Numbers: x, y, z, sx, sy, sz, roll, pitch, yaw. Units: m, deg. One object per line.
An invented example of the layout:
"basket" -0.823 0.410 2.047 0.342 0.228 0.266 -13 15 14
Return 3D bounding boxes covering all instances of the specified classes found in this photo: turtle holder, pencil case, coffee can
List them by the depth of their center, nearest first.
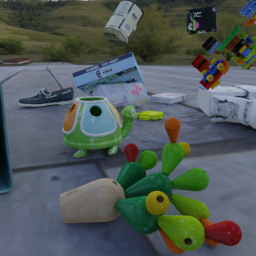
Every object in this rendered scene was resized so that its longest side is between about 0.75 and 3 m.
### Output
"turtle holder" -0.671 -0.090 6.741 1.768 1.256 1.344 1 15 3
"coffee can" -0.132 -3.277 8.715 0.846 1.156 0.846 26 -16 8
"pencil case" -0.309 -1.306 11.443 2.303 1.045 0.957 -12 0 -37

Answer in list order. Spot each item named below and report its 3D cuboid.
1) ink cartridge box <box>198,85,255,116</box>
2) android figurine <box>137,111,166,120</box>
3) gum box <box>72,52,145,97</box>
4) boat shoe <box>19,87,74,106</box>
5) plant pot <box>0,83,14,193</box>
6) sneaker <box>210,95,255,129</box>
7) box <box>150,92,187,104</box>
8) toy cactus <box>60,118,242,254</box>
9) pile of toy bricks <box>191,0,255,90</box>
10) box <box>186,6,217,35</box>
"ink cartridge box" 4.072 -1.096 10.890 2.298 0.962 1.667 0 15 -1
"android figurine" 0.824 -0.450 10.008 1.028 0.211 0.936 8 17 31
"gum box" -0.675 -2.043 11.850 2.445 0.641 2.877 -17 -9 7
"boat shoe" -3.531 -1.372 12.282 2.473 0.765 0.926 -8 18 -28
"plant pot" -3.336 0.058 5.401 1.867 1.868 2.643 -7 11 -23
"sneaker" 3.435 -0.490 8.796 1.518 0.993 2.642 2 10 10
"box" 1.962 -1.446 13.437 1.168 0.308 1.498 13 21 40
"toy cactus" 0.129 0.833 3.921 2.152 1.334 2.608 -11 25 -5
"pile of toy bricks" 2.045 -1.375 5.080 0.847 1.716 0.952 29 24 -31
"box" 2.782 -4.034 10.545 1.083 0.804 0.673 -1 7 17
